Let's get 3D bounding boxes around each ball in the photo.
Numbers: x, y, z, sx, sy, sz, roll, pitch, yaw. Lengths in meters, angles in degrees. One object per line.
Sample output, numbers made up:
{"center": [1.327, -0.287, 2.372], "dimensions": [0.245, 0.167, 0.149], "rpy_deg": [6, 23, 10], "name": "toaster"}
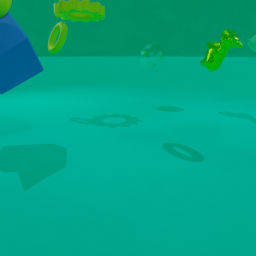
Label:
{"center": [0.985, -2.915, 11.432], "dimensions": [1.065, 1.065, 1.065], "rpy_deg": [0, 16, 0], "name": "ball"}

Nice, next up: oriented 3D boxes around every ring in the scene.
{"center": [-2.428, -3.095, 9.634], "dimensions": [0.227, 1.134, 1.134], "rpy_deg": [17, 2, -38], "name": "ring"}

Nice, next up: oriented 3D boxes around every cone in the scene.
{"center": [-2.970, -2.768, 5.609], "dimensions": [0.915, 0.915, 0.919], "rpy_deg": [0, 6, 0], "name": "cone"}

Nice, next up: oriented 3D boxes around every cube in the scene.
{"center": [-2.933, -1.783, 6.535], "dimensions": [1.208, 1.208, 1.208], "rpy_deg": [-34, 70, -13], "name": "cube"}

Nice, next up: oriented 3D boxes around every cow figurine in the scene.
{"center": [3.315, -2.730, 10.068], "dimensions": [0.846, 1.541, 1.517], "rpy_deg": [15, 17, -14], "name": "cow figurine"}

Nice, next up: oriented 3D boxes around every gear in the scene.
{"center": [-1.693, -4.093, 9.844], "dimensions": [1.730, 0.320, 1.730], "rpy_deg": [0, 8, 0], "name": "gear"}

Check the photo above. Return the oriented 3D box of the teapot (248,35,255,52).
{"center": [4.148, -2.694, 8.779], "dimensions": [1.058, 0.518, 0.658], "rpy_deg": [-8, 60, -12], "name": "teapot"}
